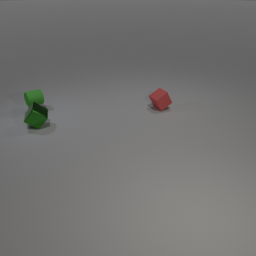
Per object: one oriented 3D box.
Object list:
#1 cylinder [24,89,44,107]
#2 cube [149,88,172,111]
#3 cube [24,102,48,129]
[{"bbox_3d":[-4.328,-1.383,12.910,0.700,0.700,0.700,-19,33,-31],"label":"cylinder"},{"bbox_3d":[1.540,-1.362,13.287,0.700,0.700,0.700,-37,36,-6],"label":"cube"},{"bbox_3d":[-3.805,-0.512,11.619,0.700,0.700,0.700,31,23,-31],"label":"cube"}]
